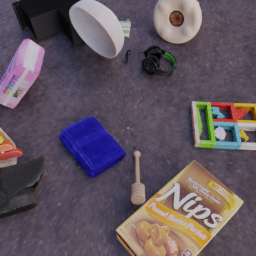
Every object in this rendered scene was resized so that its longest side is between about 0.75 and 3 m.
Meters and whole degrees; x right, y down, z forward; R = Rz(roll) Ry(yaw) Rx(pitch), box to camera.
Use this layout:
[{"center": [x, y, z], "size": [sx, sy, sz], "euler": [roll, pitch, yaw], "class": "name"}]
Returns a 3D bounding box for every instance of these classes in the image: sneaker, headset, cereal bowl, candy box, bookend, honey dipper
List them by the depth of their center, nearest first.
[{"center": [1.341, 2.407, 7.306], "size": [2.962, 0.819, 1.710], "euler": [-37, 62, -22], "class": "candy box"}, {"center": [-3.568, 1.726, 7.734], "size": [2.768, 0.831, 1.444], "euler": [-14, 66, -17], "class": "sneaker"}, {"center": [0.288, 1.302, 8.004], "size": [0.382, 0.382, 2.013], "euler": [2, 33, 1], "class": "honey dipper"}, {"center": [-0.989, -3.685, 10.125], "size": [2.243, 2.243, 0.934], "euler": [35, 76, 21], "class": "cereal bowl"}, {"center": [0.888, -2.586, 10.958], "size": [2.059, 0.968, 1.272], "euler": [18, 53, -6], "class": "headset"}, {"center": [-2.811, -4.425, 11.719], "size": [2.823, 1.309, 2.841], "euler": [-29, 61, -18], "class": "bookend"}]

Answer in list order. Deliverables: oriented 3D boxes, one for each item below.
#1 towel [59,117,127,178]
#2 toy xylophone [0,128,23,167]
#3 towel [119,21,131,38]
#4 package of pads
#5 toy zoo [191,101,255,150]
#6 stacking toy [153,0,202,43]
[{"center": [-1.120, 0.505, 8.773], "size": [1.401, 0.470, 1.897], "euler": [-31, 62, -24], "class": "towel"}, {"center": [-4.189, 0.368, 7.793], "size": [1.760, 2.404, 0.604], "euler": [-17, 51, 11], "class": "toy xylophone"}, {"center": [-0.305, -4.387, 12.422], "size": [0.809, 0.124, 1.060], "euler": [3, 54, 2], "class": "towel"}, {"center": [-3.636, -1.778, 9.396], "size": [0.829, 2.192, 1.321], "euler": [26, 47, -29], "class": "package of pads"}, {"center": [3.525, -0.098, 9.370], "size": [2.689, 0.275, 1.764], "euler": [2, 55, 2], "class": "toy zoo"}, {"center": [2.425, -5.022, 12.133], "size": [2.016, 2.016, 2.759], "euler": [22, 41, 14], "class": "stacking toy"}]
